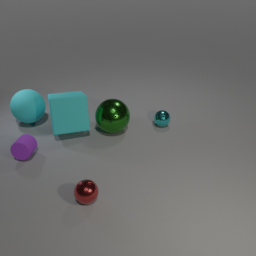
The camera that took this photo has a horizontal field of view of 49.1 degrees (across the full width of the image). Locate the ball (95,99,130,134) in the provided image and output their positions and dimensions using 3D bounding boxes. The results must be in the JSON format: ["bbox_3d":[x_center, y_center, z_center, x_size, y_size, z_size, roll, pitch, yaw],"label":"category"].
[{"bbox_3d":[-0.616,-0.478,11.249,1.400,1.400,1.400,0,31,0],"label":"ball"}]

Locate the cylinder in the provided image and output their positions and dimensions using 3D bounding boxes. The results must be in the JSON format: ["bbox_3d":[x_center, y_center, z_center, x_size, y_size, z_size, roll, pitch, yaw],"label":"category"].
[{"bbox_3d":[-3.672,0.670,9.909,0.700,0.700,0.700,2,24,3],"label":"cylinder"}]

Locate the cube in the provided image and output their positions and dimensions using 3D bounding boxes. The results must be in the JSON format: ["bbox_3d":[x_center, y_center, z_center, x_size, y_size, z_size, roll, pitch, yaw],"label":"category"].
[{"bbox_3d":[-2.376,-0.642,11.166,1.400,1.400,1.400,-8,16,-16],"label":"cube"}]

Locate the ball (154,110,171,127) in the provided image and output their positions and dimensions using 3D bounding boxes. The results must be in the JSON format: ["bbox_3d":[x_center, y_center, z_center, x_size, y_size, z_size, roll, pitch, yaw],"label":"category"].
[{"bbox_3d":[1.440,-0.405,11.803,0.700,0.700,0.700,0,31,0],"label":"ball"}]

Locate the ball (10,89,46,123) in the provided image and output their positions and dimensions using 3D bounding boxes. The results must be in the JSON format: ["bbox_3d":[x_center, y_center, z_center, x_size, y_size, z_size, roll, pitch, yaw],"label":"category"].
[{"bbox_3d":[-4.174,-0.910,11.721,1.400,1.400,1.400,0,31,0],"label":"ball"}]

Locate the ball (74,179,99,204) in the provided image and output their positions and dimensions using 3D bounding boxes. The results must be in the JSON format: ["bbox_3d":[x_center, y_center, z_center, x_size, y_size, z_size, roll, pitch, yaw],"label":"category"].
[{"bbox_3d":[-1.202,1.835,8.079,0.700,0.700,0.700,0,31,0],"label":"ball"}]
